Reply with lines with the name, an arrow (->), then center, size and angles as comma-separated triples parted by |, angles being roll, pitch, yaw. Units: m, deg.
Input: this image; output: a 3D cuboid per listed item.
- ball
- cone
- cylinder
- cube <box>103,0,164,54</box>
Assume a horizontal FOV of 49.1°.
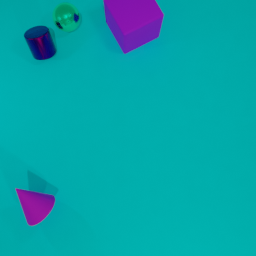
ball -> -1.838, -3.311, 8.372 | 0.825, 0.825, 0.825 | 0, 79, 0
cone -> -2.604, 1.877, 7.353 | 0.961, 0.961, 0.965 | -41, 117, -7
cylinder -> -2.621, -2.548, 8.398 | 0.745, 0.745, 0.745 | -5, 49, 6
cube -> 0.147, -3.266, 8.378 | 1.286, 1.286, 1.286 | -28, 82, -5
